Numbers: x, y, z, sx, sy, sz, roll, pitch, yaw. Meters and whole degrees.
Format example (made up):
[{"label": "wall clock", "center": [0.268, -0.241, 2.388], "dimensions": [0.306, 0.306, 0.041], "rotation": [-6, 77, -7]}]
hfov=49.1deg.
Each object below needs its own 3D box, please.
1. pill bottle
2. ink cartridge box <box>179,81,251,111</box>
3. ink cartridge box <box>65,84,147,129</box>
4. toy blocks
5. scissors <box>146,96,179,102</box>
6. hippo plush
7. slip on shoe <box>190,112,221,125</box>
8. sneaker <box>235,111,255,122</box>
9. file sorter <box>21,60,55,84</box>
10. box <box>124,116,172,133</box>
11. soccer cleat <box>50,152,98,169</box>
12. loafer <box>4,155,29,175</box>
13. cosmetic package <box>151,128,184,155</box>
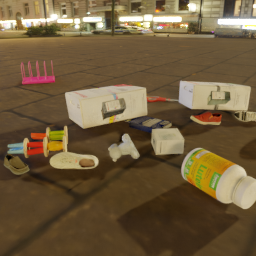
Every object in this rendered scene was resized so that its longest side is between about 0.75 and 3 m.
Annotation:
[{"label": "pill bottle", "center": [2.192, 1.197, 6.705], "dimensions": [0.936, 0.936, 1.685], "rotation": [-16, 27, -32]}, {"label": "ink cartridge box", "center": [3.677, -1.437, 12.265], "dimensions": [2.503, 1.052, 1.827], "rotation": [1, 14, -8]}, {"label": "ink cartridge box", "center": [-0.880, -0.971, 11.259], "dimensions": [2.743, 1.175, 2.025], "rotation": [-14, 19, -24]}, {"label": "toy blocks", "center": [-2.812, 0.434, 8.902], "dimensions": [1.706, 0.619, 1.421], "rotation": [-3, 23, -9]}, {"label": "scissors", "center": [1.927, -1.439, 13.936], "dimensions": [2.099, 0.146, 0.768], "rotation": [1, 21, 6]}, {"label": "hippo plush", "center": [-0.144, 0.724, 8.425], "dimensions": [0.776, 0.769, 0.965], "rotation": [-29, 19, 0]}, {"label": "slip on shoe", "center": [3.018, -0.406, 10.790], "dimensions": [1.482, 0.453, 0.549], "rotation": [1, 23, -28]}, {"label": "sneaker", "center": [4.947, -0.489, 11.459], "dimensions": [1.157, 0.435, 0.469], "rotation": [8, 13, 8]}, {"label": "file sorter", "center": [-5.634, -3.533, 17.528], "dimensions": [1.920, 1.204, 1.334], "rotation": [-6, 24, -13]}, {"label": "box", "center": [0.749, -0.160, 10.765], "dimensions": [1.593, 0.258, 0.965], "rotation": [16, 28, 36]}, {"label": "soccer cleat", "center": [-1.521, 0.934, 7.885], "dimensions": [1.366, 0.473, 0.530], "rotation": [1, 5, -6]}, {"label": "loafer", "center": [-3.185, 1.013, 7.898], "dimensions": [1.010, 0.352, 0.380], "rotation": [14, 27, 30]}, {"label": "cosmetic package", "center": [1.269, 0.418, 9.068], "dimensions": [0.880, 0.541, 0.878], "rotation": [-1, 23, -6]}]
